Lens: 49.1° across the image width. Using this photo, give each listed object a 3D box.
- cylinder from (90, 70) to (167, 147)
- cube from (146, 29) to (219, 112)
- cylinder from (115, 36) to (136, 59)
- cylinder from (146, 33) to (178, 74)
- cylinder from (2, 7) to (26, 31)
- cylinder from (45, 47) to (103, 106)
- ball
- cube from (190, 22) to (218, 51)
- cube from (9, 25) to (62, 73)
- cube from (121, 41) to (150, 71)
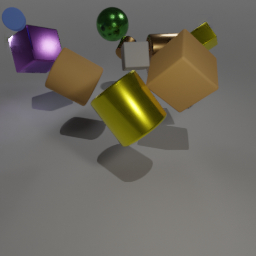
[{"bbox_3d":[0.016,-0.484,7.037,1.400,1.400,1.400,-37,6,5],"label":"cylinder"},{"bbox_3d":[1.535,-1.583,7.929,1.400,1.400,1.400,34,45,-24],"label":"cube"},{"bbox_3d":[-0.065,-3.227,11.333,0.700,0.700,0.700,13,64,21],"label":"cylinder"},{"bbox_3d":[1.368,-2.421,9.343,1.400,1.400,1.400,-4,31,-5],"label":"cylinder"},{"bbox_3d":[-3.803,-3.623,9.377,0.700,0.700,0.700,-9,17,-14],"label":"cylinder"},{"bbox_3d":[-1.716,-1.623,8.990,1.400,1.400,1.400,27,28,-13],"label":"cylinder"},{"bbox_3d":[-0.662,-4.438,12.017,1.400,1.400,1.400,0,31,0],"label":"ball"},{"bbox_3d":[2.704,-3.187,10.012,0.700,0.700,0.700,-32,-17,15],"label":"cube"},{"bbox_3d":[-3.614,-3.063,11.114,1.400,1.400,1.400,-15,-2,40],"label":"cube"},{"bbox_3d":[0.195,-2.067,8.107,0.700,0.700,0.700,-5,5,-8],"label":"cube"}]
